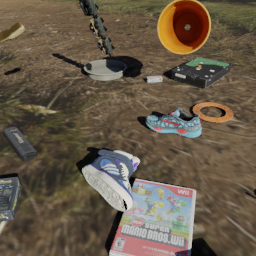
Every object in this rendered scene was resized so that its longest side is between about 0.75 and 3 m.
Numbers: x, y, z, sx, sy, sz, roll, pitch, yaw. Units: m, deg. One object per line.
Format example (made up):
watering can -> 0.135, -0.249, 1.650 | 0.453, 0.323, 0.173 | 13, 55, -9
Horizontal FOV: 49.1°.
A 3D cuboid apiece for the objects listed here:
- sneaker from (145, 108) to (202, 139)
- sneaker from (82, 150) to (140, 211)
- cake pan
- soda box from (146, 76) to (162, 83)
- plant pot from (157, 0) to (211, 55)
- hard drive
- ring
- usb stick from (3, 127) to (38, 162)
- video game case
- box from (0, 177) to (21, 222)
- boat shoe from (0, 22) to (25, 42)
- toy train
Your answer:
sneaker -> 1.681, -0.349, 10.347 | 2.117, 1.011, 0.840 | 9, 34, 14
sneaker -> -0.132, 1.262, 7.824 | 1.595, 0.878, 2.178 | -27, 30, -29
cake pan -> -1.227, -3.167, 15.306 | 2.320, 0.426, 2.320 | 0, 33, 0
soda box -> 1.354, -2.517, 14.451 | 0.806, 0.256, 0.276 | -6, 33, -11
plant pot -> 2.231, -3.878, 10.829 | 1.909, 1.909, 1.748 | 10, 20, 15
hard drive -> 3.936, -3.027, 14.965 | 2.064, 0.559, 2.955 | 24, 40, 32
ring -> 3.510, -0.634, 11.608 | 1.633, 0.157, 1.633 | 0, 32, 0
usb stick -> -3.741, 0.510, 9.636 | 0.569, 0.335, 2.052 | -23, 39, -31
video game case -> 0.731, 2.287, 6.966 | 1.745, 0.213, 2.441 | 8, 33, 13
box -> -3.749, 1.924, 7.351 | 1.592, 0.406, 1.255 | -6, 34, -9
boat shoe -> -3.926, -3.161, 9.450 | 0.993, 0.329, 0.367 | -27, 74, 7
toy train -> -1.264, -4.088, 11.436 | 0.676, 2.953, 0.504 | 14, 62, 27
